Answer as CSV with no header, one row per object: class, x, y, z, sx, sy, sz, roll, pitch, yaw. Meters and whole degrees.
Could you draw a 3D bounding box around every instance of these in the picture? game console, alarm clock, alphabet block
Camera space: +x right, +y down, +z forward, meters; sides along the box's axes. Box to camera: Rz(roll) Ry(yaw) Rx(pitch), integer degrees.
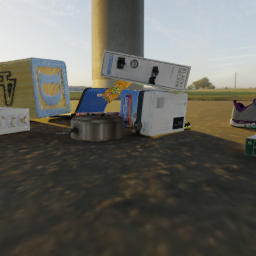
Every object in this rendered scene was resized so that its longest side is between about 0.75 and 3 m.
game console,-2.599,-1.417,15.811,1.754,2.530,2.964,31,18,17
alarm clock,-1.093,-0.030,8.416,1.630,0.804,2.416,7,13,42
alphabet block,-4.957,-1.945,14.226,2.883,2.831,2.816,-1,7,24

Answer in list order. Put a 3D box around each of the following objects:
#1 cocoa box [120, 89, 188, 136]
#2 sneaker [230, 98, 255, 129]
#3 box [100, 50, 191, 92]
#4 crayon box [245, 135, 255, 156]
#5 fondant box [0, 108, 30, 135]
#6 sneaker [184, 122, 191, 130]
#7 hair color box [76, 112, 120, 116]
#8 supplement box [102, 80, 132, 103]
cocoa box,0.889,-0.586,9.649,1.380,1.402,2.103,13,13,40
sneaker,5.171,-0.535,10.603,2.650,1.160,0.986,6,9,42
box,0.640,-1.942,9.848,2.901,0.872,1.692,11,8,5
crayon box,3.451,0.373,6.382,1.019,0.418,1.621,6,10,40
fondant box,-5.090,-0.204,9.218,2.124,0.857,2.944,3,9,26
sneaker,1.997,-0.116,10.616,0.789,0.327,0.283,0,7,-2
hair color box,-0.872,-0.290,10.756,2.015,0.644,1.118,-5,9,-27
supplement box,-0.408,-1.671,11.716,1.421,0.473,0.489,-44,6,-16
